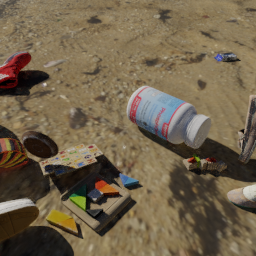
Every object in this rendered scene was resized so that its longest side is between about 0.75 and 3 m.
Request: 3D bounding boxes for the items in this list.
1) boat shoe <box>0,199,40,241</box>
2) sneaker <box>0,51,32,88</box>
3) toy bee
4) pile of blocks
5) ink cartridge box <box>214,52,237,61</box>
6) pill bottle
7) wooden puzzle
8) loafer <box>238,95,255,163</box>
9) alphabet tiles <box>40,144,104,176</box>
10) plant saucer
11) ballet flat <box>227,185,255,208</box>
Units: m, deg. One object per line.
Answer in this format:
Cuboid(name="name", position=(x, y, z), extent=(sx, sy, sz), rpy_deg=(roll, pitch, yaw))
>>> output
Cuboid(name="boat shoe", position=(-3.652, 2.198, 6.656), extent=(2.918, 1.033, 1.011), rpy_deg=(-16, 42, -17))
Cuboid(name="sneaker", position=(-5.122, -2.537, 12.783), extent=(1.388, 0.941, 2.403), rpy_deg=(33, 61, 23))
Cuboid(name="toy bee", position=(-4.311, 0.880, 7.773), extent=(1.895, 1.574, 2.895), rpy_deg=(39, 53, 21))
Cuboid(name="pile of blocks", position=(2.386, 0.997, 8.628), extent=(1.320, 0.410, 0.542), rpy_deg=(3, 39, 3))
Cuboid(name="ink cartridge box", position=(5.068, -3.713, 14.604), extent=(1.055, 0.207, 0.524), rpy_deg=(-10, 41, -11))
Cuboid(name="pill bottle", position=(1.360, -0.352, 9.470), extent=(2.639, 1.435, 1.435), rpy_deg=(28, 47, 32))
Cuboid(name="wooden puzzle", position=(-0.892, 1.905, 7.619), extent=(1.616, 0.280, 2.396), rpy_deg=(23, 44, 26))
Cuboid(name="loafer", position=(3.702, 0.020, 8.538), extent=(0.671, 2.135, 0.767), rpy_deg=(19, 21, 16))
Cuboid(name="alphabet tiles", position=(-1.740, 0.936, 8.574), extent=(1.824, 0.058, 1.518), rpy_deg=(-18, 23, -19))
Cuboid(name="plant saucer", position=(-2.540, 0.530, 7.989), extent=(1.119, 1.119, 0.179), rpy_deg=(9, 46, 11))
Cuboid(name="ballet flat", position=(3.636, 1.807, 7.469), extent=(1.827, 0.614, 0.622), rpy_deg=(7, 40, 8))
